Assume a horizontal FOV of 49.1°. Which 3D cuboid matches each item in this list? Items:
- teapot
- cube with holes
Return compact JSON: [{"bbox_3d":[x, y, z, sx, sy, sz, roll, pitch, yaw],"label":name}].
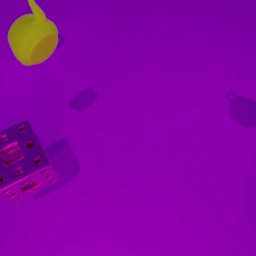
[{"bbox_3d":[-1.845,-1.774,5.350,0.764,1.559,0.970,41,46,5],"label":"teapot"},{"bbox_3d":[-2.327,0.766,6.034,1.161,1.161,1.161,-28,69,-15],"label":"cube with holes"}]
